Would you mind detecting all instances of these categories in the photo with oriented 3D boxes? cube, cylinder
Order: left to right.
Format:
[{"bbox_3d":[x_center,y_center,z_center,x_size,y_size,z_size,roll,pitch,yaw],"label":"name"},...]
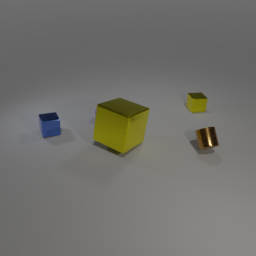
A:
[{"bbox_3d":[-3.096,-0.136,11.069,0.700,0.700,0.700,-9,32,-23],"label":"cube"},{"bbox_3d":[-0.244,-0.147,10.143,1.400,1.400,1.400,22,26,27],"label":"cube"},{"bbox_3d":[3.152,-1.175,12.875,0.700,0.700,0.700,-4,31,-10],"label":"cube"},{"bbox_3d":[2.803,0.366,9.925,0.700,0.700,0.700,-10,-10,-2],"label":"cylinder"}]
